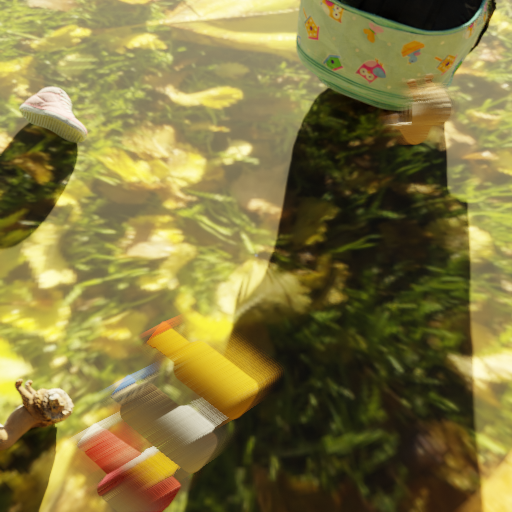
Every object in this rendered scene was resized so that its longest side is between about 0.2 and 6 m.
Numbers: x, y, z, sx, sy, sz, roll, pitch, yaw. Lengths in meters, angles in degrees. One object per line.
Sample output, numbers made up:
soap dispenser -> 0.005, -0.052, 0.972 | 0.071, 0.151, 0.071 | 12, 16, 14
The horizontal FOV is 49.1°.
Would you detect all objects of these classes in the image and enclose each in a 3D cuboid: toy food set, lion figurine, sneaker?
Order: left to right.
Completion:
lion figurine -> -2.826, 1.963, 6.679 | 1.221, 0.443, 0.748 | -41, 71, -10
sneaker -> -3.386, -2.527, 9.792 | 1.454, 0.547, 0.760 | 25, 63, 22
toy food set -> -0.846, 1.374, 4.324 | 0.837, 1.860, 0.888 | 39, 43, 1
lion figurine -> 2.007, -1.672, 6.783 | 0.437, 1.206, 0.738 | -14, 70, -1

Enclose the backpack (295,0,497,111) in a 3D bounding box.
backpack -> 2.284, -4.102, 9.535 | 3.116, 2.717, 3.545 | 25, 50, 8
